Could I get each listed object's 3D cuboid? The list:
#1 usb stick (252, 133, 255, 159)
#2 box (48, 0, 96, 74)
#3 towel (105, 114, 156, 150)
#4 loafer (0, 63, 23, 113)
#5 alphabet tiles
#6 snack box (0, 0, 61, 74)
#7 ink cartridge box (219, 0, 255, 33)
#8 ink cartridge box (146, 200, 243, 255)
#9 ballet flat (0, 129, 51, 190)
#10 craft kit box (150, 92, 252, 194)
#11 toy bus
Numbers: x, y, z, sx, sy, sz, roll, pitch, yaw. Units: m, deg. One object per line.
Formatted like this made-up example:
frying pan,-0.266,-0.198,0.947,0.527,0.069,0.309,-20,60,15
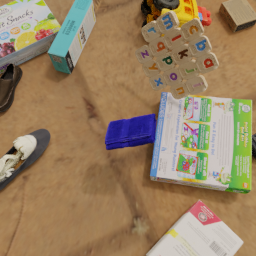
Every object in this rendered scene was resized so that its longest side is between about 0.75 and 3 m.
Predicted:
usb stick,4.877,0.132,8.232,2.864,0.467,0.794,-20,70,-7
box,-1.781,-3.049,9.218,0.584,0.978,2.376,17,69,7
towel,0.053,0.055,6.260,1.138,0.282,0.841,-10,47,17
loafer,-3.865,-1.308,8.721,0.625,0.611,1.713,9,69,3
alphabet tiles,1.236,-1.873,7.521,0.163,2.182,2.231,-38,105,-41
snack box,-3.789,-3.183,9.397,2.752,0.729,1.957,-30,72,-11
ink cartridge box,3.901,-4.026,9.900,0.913,0.416,1.109,-19,70,-9
ink cartridge box,1.577,2.999,6.910,1.937,0.808,1.406,-41,74,-15
ballet flat,-3.090,0.810,7.797,0.830,0.830,2.272,38,73,14
craft kit box,2.090,0.335,7.951,2.621,0.644,2.654,6,68,12
toy bus,1.657,-4.028,9.425,2.197,1.553,2.288,3,65,-13
